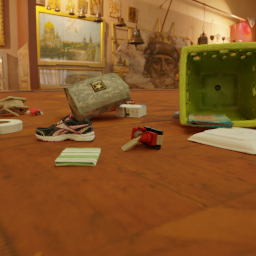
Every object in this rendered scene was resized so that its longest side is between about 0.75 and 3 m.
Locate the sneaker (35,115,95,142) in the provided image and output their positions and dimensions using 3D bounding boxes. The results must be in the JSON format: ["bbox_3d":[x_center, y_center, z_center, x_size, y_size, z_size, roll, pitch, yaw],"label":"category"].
[{"bbox_3d":[-1.815,-0.027,8.183,1.729,0.746,0.694,-1,8,0],"label":"sneaker"}]

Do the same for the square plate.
[{"bbox_3d":[3.107,0.266,7.856,2.056,0.292,2.037,-7,13,-37],"label":"square plate"}]

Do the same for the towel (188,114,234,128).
[{"bbox_3d":[2.741,-0.293,9.560,1.386,0.205,1.890,2,11,11],"label":"towel"}]

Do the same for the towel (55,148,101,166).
[{"bbox_3d":[-1.082,0.629,6.238,0.891,0.137,1.168,0,9,-2],"label":"towel"}]

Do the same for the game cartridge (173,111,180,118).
[{"bbox_3d":[2.682,-0.624,13.121,0.856,0.267,1.286,9,13,23],"label":"game cartridge"}]

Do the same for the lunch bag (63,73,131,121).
[{"bbox_3d":[-1.400,-1.406,12.424,2.359,1.691,2.877,-21,17,-16],"label":"lunch bag"}]

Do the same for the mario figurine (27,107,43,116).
[{"bbox_3d":[-4.540,-0.724,13.688,0.571,0.491,0.926,-36,-1,1],"label":"mario figurine"}]

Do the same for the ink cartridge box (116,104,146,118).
[{"bbox_3d":[0.151,-0.812,13.286,1.210,0.510,0.875,5,13,28],"label":"ink cartridge box"}]

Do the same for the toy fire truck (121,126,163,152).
[{"bbox_3d":[0.276,0.286,7.175,0.996,0.641,0.876,6,6,-28],"label":"toy fire truck"}]

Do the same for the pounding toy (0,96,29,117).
[{"bbox_3d":[-5.693,-0.824,13.553,1.097,1.101,1.919,-26,-11,24],"label":"pounding toy"}]

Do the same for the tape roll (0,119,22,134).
[{"bbox_3d":[-4.479,-0.053,9.651,1.613,0.295,1.613,-1,10,0],"label":"tape roll"}]

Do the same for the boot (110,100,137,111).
[{"bbox_3d":[-0.364,-1.327,15.718,1.555,0.781,2.156,4,7,13],"label":"boot"}]

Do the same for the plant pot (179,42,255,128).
[{"bbox_3d":[3.644,-1.569,11.071,2.961,2.976,2.700,2,4,17],"label":"plant pot"}]
